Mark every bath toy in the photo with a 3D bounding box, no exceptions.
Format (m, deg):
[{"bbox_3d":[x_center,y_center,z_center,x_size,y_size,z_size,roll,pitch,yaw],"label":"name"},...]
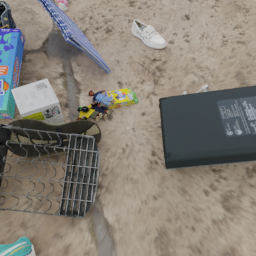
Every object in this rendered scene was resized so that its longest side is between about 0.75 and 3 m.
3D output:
[{"bbox_3d":[-2.689,-5.234,11.528,0.477,0.405,1.097,-3,54,-2],"label":"bath toy"}]

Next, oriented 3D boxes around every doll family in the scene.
[{"bbox_3d":[-0.994,-0.542,7.934,0.796,0.540,1.377,23,51,21],"label":"doll family"}]

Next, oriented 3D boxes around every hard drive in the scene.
[{"bbox_3d":[2.294,-0.102,6.795,2.983,0.490,2.081,-6,49,8],"label":"hard drive"}]

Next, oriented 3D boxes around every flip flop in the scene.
[{"bbox_3d":[-1.908,0.239,7.188,2.433,0.700,0.987,-5,82,-11],"label":"flip flop"}]

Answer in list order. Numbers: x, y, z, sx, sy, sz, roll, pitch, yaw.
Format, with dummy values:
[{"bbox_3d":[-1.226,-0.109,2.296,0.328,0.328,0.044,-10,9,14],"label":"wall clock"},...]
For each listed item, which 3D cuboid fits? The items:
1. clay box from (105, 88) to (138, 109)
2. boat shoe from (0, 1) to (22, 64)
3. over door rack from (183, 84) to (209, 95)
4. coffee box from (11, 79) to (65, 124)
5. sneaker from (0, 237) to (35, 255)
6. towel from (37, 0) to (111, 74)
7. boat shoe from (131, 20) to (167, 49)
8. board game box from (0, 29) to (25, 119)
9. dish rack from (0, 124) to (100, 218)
[{"bbox_3d":[-0.185,-0.907,8.360,0.920,0.219,0.529,-13,55,-8],"label":"clay box"},{"bbox_3d":[-4.217,-3.048,9.338,0.964,1.237,2.726,-12,54,-9],"label":"boat shoe"},{"bbox_3d":[2.112,-0.622,7.961,1.585,0.528,1.171,-29,59,-21],"label":"over door rack"},{"bbox_3d":[-2.413,-0.552,7.605,0.995,0.984,0.994,-22,56,-16],"label":"coffee box"},{"bbox_3d":[-2.845,2.705,5.416,2.029,0.786,0.808,-10,39,-17],"label":"sneaker"},{"bbox_3d":[-1.804,-3.069,9.033,0.351,2.132,2.945,-42,58,11],"label":"towel"},{"bbox_3d":[0.721,-3.384,10.025,1.600,0.555,0.567,38,62,25],"label":"boat shoe"},{"bbox_3d":[-4.323,-1.639,8.215,2.127,0.629,2.797,-1,68,-3],"label":"board game box"},{"bbox_3d":[-1.973,0.967,6.303,2.653,0.724,2.035,6,78,-2],"label":"dish rack"}]
